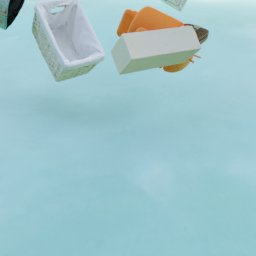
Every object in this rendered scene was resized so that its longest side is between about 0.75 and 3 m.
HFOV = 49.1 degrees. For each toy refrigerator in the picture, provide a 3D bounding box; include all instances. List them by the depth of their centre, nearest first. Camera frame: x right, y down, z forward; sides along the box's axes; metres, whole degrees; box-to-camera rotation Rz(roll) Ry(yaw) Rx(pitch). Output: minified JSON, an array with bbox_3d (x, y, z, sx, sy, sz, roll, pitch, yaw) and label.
[{"bbox_3d":[0.401,-1.131,3.988,1.202,0.421,0.456,-17,-8,-27],"label":"toy refrigerator"}]

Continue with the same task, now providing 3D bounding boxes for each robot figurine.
[{"bbox_3d":[0.646,-1.764,5.629,1.727,1.242,1.007,32,77,12],"label":"robot figurine"}]

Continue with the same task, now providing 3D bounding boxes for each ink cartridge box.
[{"bbox_3d":[1.450,-4.197,7.813,0.795,1.365,1.888,31,18,5],"label":"ink cartridge box"}]

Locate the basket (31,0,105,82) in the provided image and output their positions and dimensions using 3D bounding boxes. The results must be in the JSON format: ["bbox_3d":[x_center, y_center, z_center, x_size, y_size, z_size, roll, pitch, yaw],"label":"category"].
[{"bbox_3d":[-1.659,-2.309,7.517,1.246,1.838,1.134,-24,-3,-32],"label":"basket"}]

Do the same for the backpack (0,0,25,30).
[{"bbox_3d":[-3.477,-3.691,7.436,1.468,1.683,1.915,10,71,-26],"label":"backpack"}]

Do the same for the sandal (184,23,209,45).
[{"bbox_3d":[1.067,-1.915,6.888,2.533,0.684,1.017,-32,58,-33],"label":"sandal"}]
